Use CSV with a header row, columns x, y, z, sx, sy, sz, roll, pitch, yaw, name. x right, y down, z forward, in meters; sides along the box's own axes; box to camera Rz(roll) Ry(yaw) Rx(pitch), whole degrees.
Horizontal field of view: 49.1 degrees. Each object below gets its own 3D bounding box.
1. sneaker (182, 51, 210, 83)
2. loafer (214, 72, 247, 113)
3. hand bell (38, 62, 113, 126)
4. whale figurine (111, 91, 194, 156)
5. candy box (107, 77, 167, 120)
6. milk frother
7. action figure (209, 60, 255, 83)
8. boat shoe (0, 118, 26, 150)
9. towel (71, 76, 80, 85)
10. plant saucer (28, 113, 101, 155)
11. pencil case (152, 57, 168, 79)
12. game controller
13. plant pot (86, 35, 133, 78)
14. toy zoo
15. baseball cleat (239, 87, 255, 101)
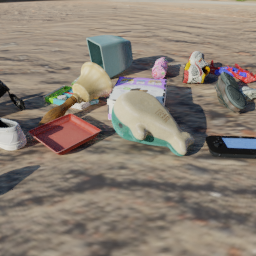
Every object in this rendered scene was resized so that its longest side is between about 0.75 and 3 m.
x,y,z,sx,sy,sz,roll,pitch,yaw,name
3.394,-2.851,13.555,1.113,1.054,2.708,14,42,14,sneaker
3.973,-1.277,11.139,0.997,0.873,2.775,30,34,-9,loafer
-2.053,-0.968,10.069,1.543,1.543,2.964,21,52,32,hand bell
0.671,0.017,8.583,2.634,1.367,2.095,36,37,10,whale figurine
0.420,-1.128,10.622,1.976,0.843,2.356,5,30,8,candy box
-4.848,-0.899,10.120,1.635,1.475,1.538,43,84,2,milk frother
5.119,-2.733,13.586,2.810,0.726,0.919,29,39,36,action figure
-4.324,-0.069,8.763,2.630,0.901,0.947,19,36,29,boat shoe
-1.937,-2.245,13.227,0.998,0.205,1.338,8,34,18,towel
-1.993,0.208,8.852,1.668,0.307,1.671,26,40,36,plant saucer
1.612,-2.986,13.941,0.721,0.721,1.648,7,32,11,pencil case
3.418,0.530,8.192,2.192,0.462,1.144,2,31,3,game controller
-0.775,-3.666,13.797,1.783,1.745,1.750,-24,37,-19,plant pot
-2.150,-1.255,11.453,2.176,0.223,1.428,13,33,21,toy zoo
5.311,-1.523,11.585,1.604,0.559,0.854,-5,31,-10,baseball cleat
